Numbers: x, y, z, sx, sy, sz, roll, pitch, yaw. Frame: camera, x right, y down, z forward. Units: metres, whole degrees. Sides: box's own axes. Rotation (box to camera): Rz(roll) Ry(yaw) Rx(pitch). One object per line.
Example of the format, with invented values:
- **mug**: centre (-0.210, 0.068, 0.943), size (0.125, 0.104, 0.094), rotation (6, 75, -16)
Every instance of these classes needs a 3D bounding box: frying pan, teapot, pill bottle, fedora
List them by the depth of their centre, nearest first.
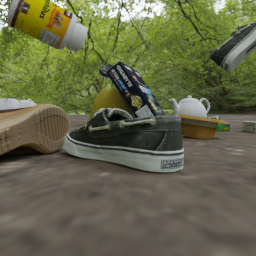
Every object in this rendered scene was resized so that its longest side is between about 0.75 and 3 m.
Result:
- **fedora**: centre (1.572, -0.021, 6.254), size (1.193, 0.487, 1.193), rotation (8, 4, -1)
- **pill bottle**: centre (-2.491, -3.302, 8.834), size (2.285, 1.248, 1.248), rotation (22, -6, -25)
- **pill bottle**: centre (-4.344, -0.502, 9.688), size (1.833, 1.039, 1.039), rotation (0, 3, -15)
- **frying pan**: centre (-0.577, -2.528, 13.037), size (1.753, 0.285, 1.060), rotation (31, 48, 26)
- **teapot**: centre (3.437, -1.055, 15.477), size (1.948, 1.441, 1.973), rotation (2, 3, 21)

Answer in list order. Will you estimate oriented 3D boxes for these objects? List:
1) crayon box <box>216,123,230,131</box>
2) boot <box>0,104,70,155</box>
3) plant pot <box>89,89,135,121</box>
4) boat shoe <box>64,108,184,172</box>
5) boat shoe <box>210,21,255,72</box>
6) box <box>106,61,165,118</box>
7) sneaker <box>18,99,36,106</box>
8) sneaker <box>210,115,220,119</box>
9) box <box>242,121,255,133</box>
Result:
- **crayon box**: centre (2.875, -0.041, 8.681), size (0.468, 0.229, 0.787), rotation (1, 4, 15)
- **boot**: centre (-1.884, 0.013, 3.829), size (1.609, 0.700, 1.934), rotation (3, 7, 20)
- **plant pot**: centre (-0.543, -0.780, 10.950), size (2.023, 1.436, 2.023), rotation (0, 3, 0)
- **boat shoe**: centre (-0.137, 0.070, 3.480), size (0.703, 0.633, 1.988), rotation (-3, 5, -44)
- **boat shoe**: centre (3.384, -2.628, 8.085), size (0.791, 2.484, 0.878), rotation (42, -19, 24)
- **box**: centre (0.433, -1.107, 10.063), size (0.653, 2.255, 2.838), rotation (-34, -4, 13)
- **sneaker**: centre (-4.652, -0.790, 13.038), size (2.718, 1.098, 1.040), rotation (1, 10, 37)
- **sneaker**: centre (3.129, -0.213, 10.699), size (0.501, 0.434, 1.157), rotation (-7, -4, -9)
- **box**: centre (3.620, -0.035, 8.003), size (0.364, 0.303, 0.886), rotation (0, 3, -2)
